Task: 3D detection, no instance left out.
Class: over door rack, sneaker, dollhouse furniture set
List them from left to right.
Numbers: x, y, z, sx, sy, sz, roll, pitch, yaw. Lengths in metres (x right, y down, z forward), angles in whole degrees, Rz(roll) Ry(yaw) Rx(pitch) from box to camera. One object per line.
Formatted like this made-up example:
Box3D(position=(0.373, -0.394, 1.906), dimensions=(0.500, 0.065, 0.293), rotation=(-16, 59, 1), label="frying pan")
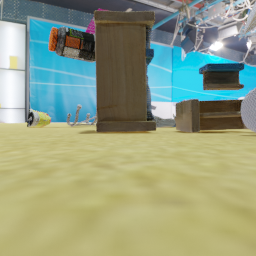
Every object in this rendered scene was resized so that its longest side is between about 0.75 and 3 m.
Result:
Box3D(position=(-2.962, -0.273, 9.361), dimensions=(0.709, 0.614, 1.571), rotation=(5, 6, -26), label="sneaker")
Box3D(position=(-0.785, -0.400, 9.412), dimensions=(1.717, 0.774, 2.324), rotation=(-2, 2, -38), label="over door rack")
Box3D(position=(0.930, -0.146, 8.719), dimensions=(0.964, 0.349, 0.550), rotation=(7, -8, -22), label="sneaker")
Box3D(position=(0.824, -0.942, 5.594), dimensions=(2.843, 2.004, 1.992), rotation=(-1, 1, -3), label="dollhouse furniture set")
Box3D(position=(2.695, -0.313, 3.482), dimensions=(1.252, 0.830, 2.200), rotation=(-4, 1, -42), label="sneaker")

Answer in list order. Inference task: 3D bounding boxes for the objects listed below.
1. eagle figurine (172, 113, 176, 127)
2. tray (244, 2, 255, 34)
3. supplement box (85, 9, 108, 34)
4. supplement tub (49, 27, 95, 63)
Box3D(position=(1.533, -0.203, 9.288), dimensions=(0.783, 0.591, 0.594), rotation=(-31, -57, 24), label="eagle figurine")
Box3D(position=(4.016, -3.838, 7.585), dimensions=(1.443, 0.298, 2.688), rotation=(-37, -18, -11), label="tray")
Box3D(position=(-1.076, -3.721, 11.341), dimensions=(0.960, 1.857, 0.940), rotation=(24, -10, 26), label="supplement box")
Box3D(position=(-1.863, -2.903, 9.720), dimensions=(1.633, 1.001, 1.001), rotation=(7, -2, -24), label="supplement tub")
